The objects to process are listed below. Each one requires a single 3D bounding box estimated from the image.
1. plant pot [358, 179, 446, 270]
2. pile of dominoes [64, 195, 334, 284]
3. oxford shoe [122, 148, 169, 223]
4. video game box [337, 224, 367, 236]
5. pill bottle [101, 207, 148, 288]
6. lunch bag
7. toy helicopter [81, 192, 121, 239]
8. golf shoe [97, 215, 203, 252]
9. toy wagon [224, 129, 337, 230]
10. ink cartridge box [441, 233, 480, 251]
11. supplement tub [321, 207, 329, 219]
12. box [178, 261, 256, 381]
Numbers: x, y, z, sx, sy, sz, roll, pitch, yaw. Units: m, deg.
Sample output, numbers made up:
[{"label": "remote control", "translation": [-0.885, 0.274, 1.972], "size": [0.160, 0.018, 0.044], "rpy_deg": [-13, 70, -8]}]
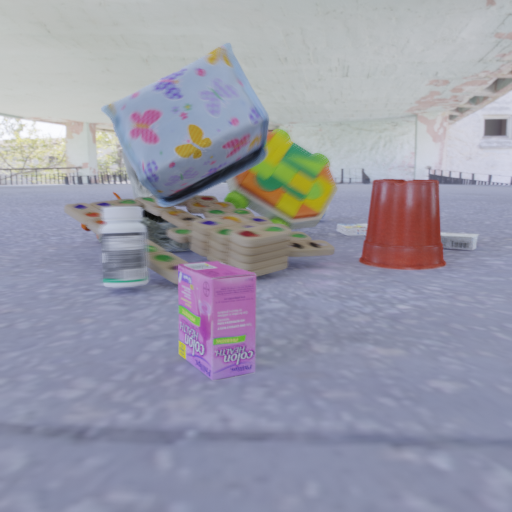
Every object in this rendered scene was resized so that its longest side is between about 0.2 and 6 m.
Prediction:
[{"label": "plant pot", "translation": [2.373, -0.555, 9.043], "size": [1.390, 1.352, 1.390], "rpy_deg": [0, 9, 0]}, {"label": "pile of dominoes", "translation": [-0.929, -0.636, 8.919], "size": [2.902, 0.593, 3.724], "rpy_deg": [-13, 28, -40]}, {"label": "oxford shoe", "translation": [-2.078, -1.419, 11.123], "size": [1.009, 2.684, 0.775], "rpy_deg": [1, 52, -2]}, {"label": "video game box", "translation": [2.363, -0.609, 12.960], "size": [0.798, 0.205, 0.876], "rpy_deg": [1, 9, -7]}, {"label": "pill bottle", "translation": [-1.640, -0.114, 6.961], "size": [0.550, 0.972, 0.550], "rpy_deg": [-2, 3, 0]}, {"label": "lunch bag", "translation": [-1.002, -1.947, 9.333], "size": [2.224, 1.667, 2.623], "rpy_deg": [-28, -2, -4]}, {"label": "toy helicopter", "translation": [-2.880, -0.735, 11.664], "size": [0.578, 0.969, 1.466], "rpy_deg": [32, 1, 19]}, {"label": "golf shoe", "translation": [-1.864, -0.305, 10.209], "size": [1.969, 0.771, 0.957], "rpy_deg": [2, -11, -8]}, {"label": "toy wagon", "translation": [0.214, -1.809, 12.171], "size": [3.058, 2.373, 0.605], "rpy_deg": [32, -32, 0]}, {"label": "ink cartridge box", "translation": [3.835, -0.299, 10.991], "size": [0.949, 0.333, 1.168], "rpy_deg": [5, 2, 28]}, {"label": "supplement tub", "translation": [1.493, -1.312, 15.548], "size": [0.769, 0.769, 1.165], "rpy_deg": [4, 10, 26]}, {"label": "box", "translation": [-0.324, 0.481, 4.430], "size": [0.379, 0.784, 0.689], "rpy_deg": [-5, 11, -29]}]
